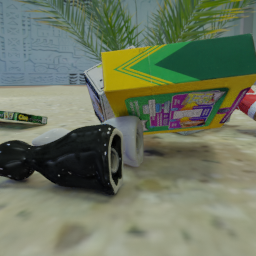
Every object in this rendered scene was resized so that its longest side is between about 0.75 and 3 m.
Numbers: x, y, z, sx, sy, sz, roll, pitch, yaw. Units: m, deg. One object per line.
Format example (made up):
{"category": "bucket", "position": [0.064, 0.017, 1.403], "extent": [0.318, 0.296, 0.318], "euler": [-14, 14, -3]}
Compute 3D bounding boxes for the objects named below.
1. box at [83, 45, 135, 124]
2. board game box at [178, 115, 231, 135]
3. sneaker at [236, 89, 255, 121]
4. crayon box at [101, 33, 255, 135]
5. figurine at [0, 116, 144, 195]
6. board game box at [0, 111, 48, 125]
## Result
{"category": "box", "position": [-0.189, -0.720, 5.921], "extent": [1.134, 0.584, 1.944], "euler": [-32, -18, -10]}
{"category": "board game box", "position": [1.607, -0.542, 7.593], "extent": [2.179, 0.700, 1.608], "euler": [-13, 29, -44]}
{"category": "sneaker", "position": [3.181, -0.588, 7.076], "extent": [1.931, 0.688, 1.086], "euler": [12, 27, -49]}
{"category": "crayon box", "position": [0.744, -0.523, 4.649], "extent": [1.983, 0.670, 2.298], "euler": [-5, -17, 4]}
{"category": "figurine", "position": [-0.811, 0.283, 4.036], "extent": [1.802, 0.795, 1.847], "euler": [-1, 7, 16]}
{"category": "board game box", "position": [-3.523, -0.358, 7.805], "extent": [2.259, 0.265, 1.183], "euler": [6, -4, 22]}
